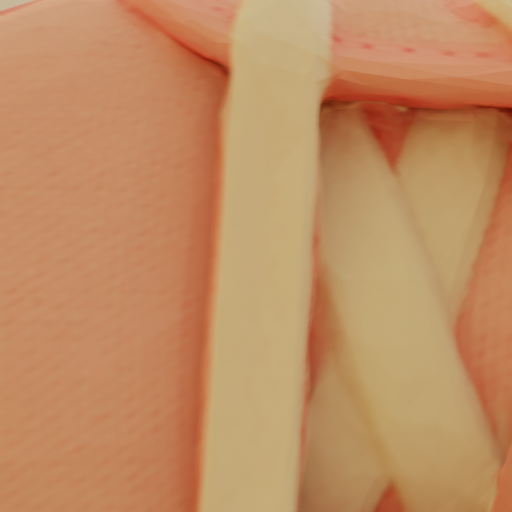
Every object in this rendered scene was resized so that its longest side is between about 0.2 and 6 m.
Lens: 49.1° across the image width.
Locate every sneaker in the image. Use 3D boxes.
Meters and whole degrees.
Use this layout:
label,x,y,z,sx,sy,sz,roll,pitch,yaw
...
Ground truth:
label,x,y,z,sx,sy,sz,roll,pitch,yaw
sneaker,0.609,0.025,0.403,2.362,0.889,1.235,4,-2,-4
